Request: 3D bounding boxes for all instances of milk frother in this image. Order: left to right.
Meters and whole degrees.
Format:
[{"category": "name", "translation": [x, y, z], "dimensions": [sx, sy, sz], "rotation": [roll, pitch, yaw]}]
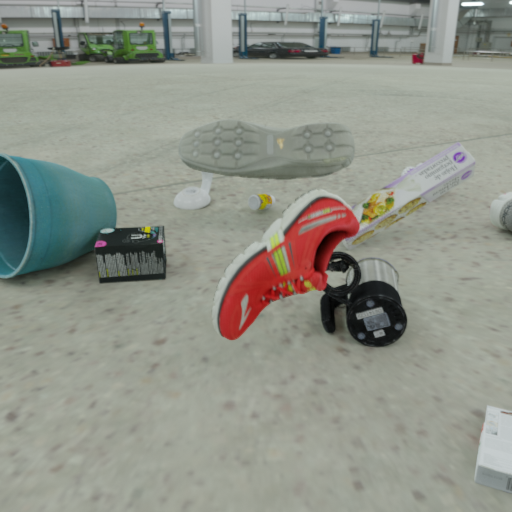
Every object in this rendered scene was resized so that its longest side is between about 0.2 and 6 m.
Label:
[{"category": "milk frother", "translation": [1.509, 0.386, 8.189], "dimensions": [1.275, 1.412, 1.328], "rotation": [-1, 23, 8]}]

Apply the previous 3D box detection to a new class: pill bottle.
[{"category": "pill bottle", "translation": [0.144, -1.259, 13.016], "dimensions": [0.358, 0.358, 0.655], "rotation": [19, 20, 37]}]

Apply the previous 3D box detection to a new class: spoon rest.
[{"category": "spoon rest", "translation": [-1.437, -1.583, 13.855], "dimensions": [0.880, 0.537, 1.772], "rotation": [5, 38, 14]}]

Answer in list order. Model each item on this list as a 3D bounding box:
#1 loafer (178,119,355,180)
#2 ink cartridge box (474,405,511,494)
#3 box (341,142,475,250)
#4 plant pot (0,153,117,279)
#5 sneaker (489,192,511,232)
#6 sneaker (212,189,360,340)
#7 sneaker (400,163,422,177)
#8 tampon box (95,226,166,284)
[{"category": "loafer", "translation": [0.206, -2.004, 11.155], "dimensions": [3.451, 1.207, 1.204], "rotation": [3, -14, 7]}, {"category": "ink cartridge box", "translation": [2.653, 2.031, 5.893], "dimensions": [0.564, 0.261, 1.036], "rotation": [10, 25, 22]}, {"category": "box", "translation": [2.836, -1.134, 10.848], "dimensions": [2.884, 0.598, 0.558], "rotation": [-31, 63, 1]}, {"category": "plant pot", "translation": [-3.719, -0.736, 10.162], "dimensions": [2.106, 2.106, 1.979], "rotation": [19, 16, 36]}, {"category": "sneaker", "translation": [6.368, -0.856, 11.480], "dimensions": [2.810, 1.036, 1.229], "rotation": [-6, 25, -4]}, {"category": "sneaker", "translation": [0.351, 0.194, 6.555], "dimensions": [0.926, 2.182, 0.840], "rotation": [41, 1, 28]}, {"category": "sneaker", "translation": [4.126, -1.767, 13.838], "dimensions": [0.889, 0.809, 2.011], "rotation": [23, 31, 27]}, {"category": "tampon box", "translation": [-2.198, -0.041, 9.952], "dimensions": [1.154, 0.728, 0.865], "rotation": [-3, 24, -7]}]
